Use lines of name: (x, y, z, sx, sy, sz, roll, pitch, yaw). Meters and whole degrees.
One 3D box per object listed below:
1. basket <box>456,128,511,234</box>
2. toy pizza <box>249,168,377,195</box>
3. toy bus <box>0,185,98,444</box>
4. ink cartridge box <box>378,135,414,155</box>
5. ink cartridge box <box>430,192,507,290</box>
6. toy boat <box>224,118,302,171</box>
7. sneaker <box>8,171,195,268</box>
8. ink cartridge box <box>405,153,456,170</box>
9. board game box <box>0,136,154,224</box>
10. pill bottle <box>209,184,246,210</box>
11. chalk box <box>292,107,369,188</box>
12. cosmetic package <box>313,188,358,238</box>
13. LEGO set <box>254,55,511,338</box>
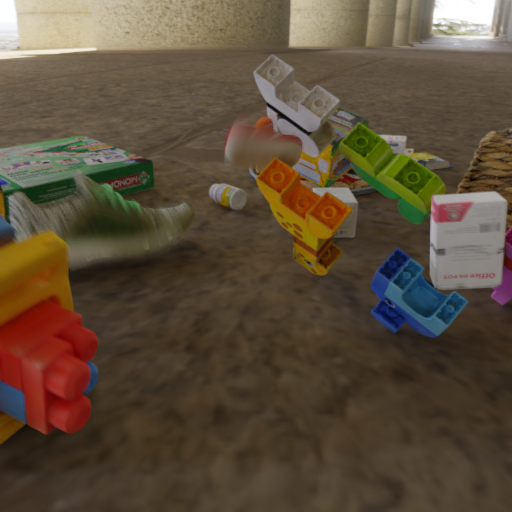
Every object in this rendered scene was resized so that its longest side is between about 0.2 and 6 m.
basket: (4.118, -0.629, 7.368, 2.406, 1.717, 1.792, 23, -1, 42)
toy pizza: (1.492, -2.092, 12.627, 3.300, 0.523, 3.300, 0, 25, 0)
toy bus: (-2.453, 0.396, 4.876, 2.594, 2.702, 1.833, 16, 29, 22)
ink cartridge box: (3.557, -2.897, 14.550, 1.071, 0.360, 0.627, 7, 26, 14)
ink cartridge box: (2.351, -0.167, 6.273, 0.736, 1.011, 0.429, -3, 21, 7)
toy boat: (0.107, -1.471, 7.100, 0.974, 0.636, 0.637, 12, 66, -8)
sneaker: (-2.254, -0.650, 8.307, 2.941, 1.303, 1.131, -15, 14, -33)
ink cartridge box: (4.170, -2.290, 13.459, 0.897, 0.211, 0.887, -11, 27, -19)
board game box: (-4.816, -1.529, 11.260, 4.565, 0.665, 3.072, -21, 32, -38)
pill bottle: (-0.565, -1.158, 10.781, 0.407, 0.407, 0.732, -22, 32, -38)
chalk box: (1.535, -2.338, 11.415, 1.064, 1.059, 1.710, 32, 49, 25)
cosmetic package: (1.331, -0.751, 9.617, 0.654, 0.650, 0.782, -1, 26, -2)
LEGO set: (1.443, -0.330, 7.400, 4.651, 1.908, 1.774, 40, 77, 16)
